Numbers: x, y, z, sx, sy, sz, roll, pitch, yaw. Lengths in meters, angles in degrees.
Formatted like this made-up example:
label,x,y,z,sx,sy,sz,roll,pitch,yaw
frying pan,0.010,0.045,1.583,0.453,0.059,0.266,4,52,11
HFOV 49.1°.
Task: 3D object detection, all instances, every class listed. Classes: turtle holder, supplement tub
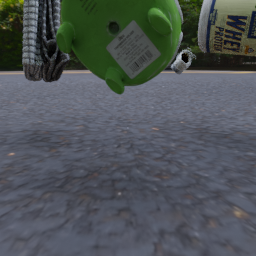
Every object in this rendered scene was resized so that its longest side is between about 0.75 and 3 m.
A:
label,x,y,z,sx,sy,sz,roll,pitch,yaw
turtle holder,-0.237,-2.023,5.160,2.625,1.995,1.864,25,33,9
supplement tub,3.112,-2.749,7.453,2.189,1.587,1.587,11,17,22

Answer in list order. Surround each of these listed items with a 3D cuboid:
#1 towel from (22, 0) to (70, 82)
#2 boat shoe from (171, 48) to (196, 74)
label,x,y,z,sx,sy,sz,roll,pitch,yaw
towel,-2.231,-2.428,7.524,1.066,2.062,2.490,0,-2,-19
boat shoe,1.874,-2.292,9.102,0.558,0.644,1.510,42,38,1
